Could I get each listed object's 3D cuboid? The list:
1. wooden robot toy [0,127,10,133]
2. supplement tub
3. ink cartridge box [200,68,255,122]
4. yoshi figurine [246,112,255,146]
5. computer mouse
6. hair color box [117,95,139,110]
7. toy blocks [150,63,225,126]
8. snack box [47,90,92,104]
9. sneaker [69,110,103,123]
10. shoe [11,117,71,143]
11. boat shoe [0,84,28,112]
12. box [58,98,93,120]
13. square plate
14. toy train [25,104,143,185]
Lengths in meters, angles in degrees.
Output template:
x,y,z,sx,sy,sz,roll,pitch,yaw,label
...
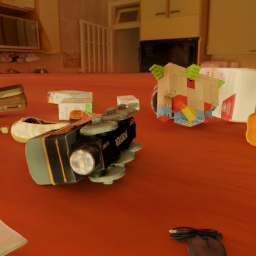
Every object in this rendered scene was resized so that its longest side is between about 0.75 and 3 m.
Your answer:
x,y,z,sx,sy,sz,roll,pitch,yaw,label
-3.978,-0.090,8.257,1.010,0.458,0.445,5,13,22,wooden robot toy
1.542,-1.188,11.055,1.285,1.285,2.404,1,14,5,supplement tub
3.598,-1.315,10.388,1.048,1.807,2.448,0,12,-17,ink cartridge box
4.125,0.226,5.899,1.675,1.681,2.991,37,-15,-18,yoshi figurine
0.809,1.303,2.998,0.639,0.243,0.923,1,14,1,computer mouse
-0.013,-1.128,12.495,0.747,0.458,1.510,-6,14,-8,hair color box
1.929,-0.891,8.907,2.591,1.771,1.295,11,-20,-25,toy blocks
-2.875,-1.520,13.895,1.728,0.585,1.457,12,17,35,snack box
-0.960,-0.169,8.500,1.739,0.658,0.800,14,11,21,sneaker
-2.232,0.027,7.245,2.633,0.703,0.921,13,19,42,shoe
-5.231,-0.832,10.413,2.852,0.970,1.026,-13,26,-10,boat shoe
-1.930,-0.730,10.558,1.178,0.645,1.335,1,15,-5,box
-1.749,1.312,3.240,0.823,0.118,0.831,12,18,39,square plate
-0.700,0.258,5.581,1.607,1.202,2.820,-6,12,16,toy train
